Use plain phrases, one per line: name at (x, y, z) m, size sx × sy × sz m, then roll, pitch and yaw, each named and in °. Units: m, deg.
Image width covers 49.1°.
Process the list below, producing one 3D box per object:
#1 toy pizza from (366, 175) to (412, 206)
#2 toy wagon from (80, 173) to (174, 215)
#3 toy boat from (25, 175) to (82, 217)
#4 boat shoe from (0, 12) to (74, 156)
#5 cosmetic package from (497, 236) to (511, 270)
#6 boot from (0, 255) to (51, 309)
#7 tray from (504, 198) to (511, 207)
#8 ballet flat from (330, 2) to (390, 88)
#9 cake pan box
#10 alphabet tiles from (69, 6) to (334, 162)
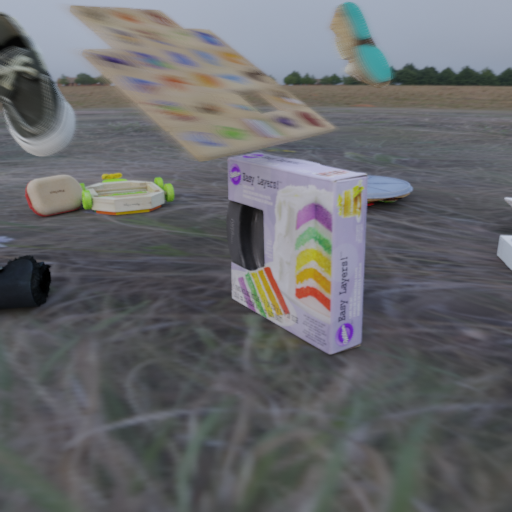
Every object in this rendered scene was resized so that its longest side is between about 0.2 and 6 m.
toy pizza at (2.433, -1.576, 13.684) m, size 2.671 × 0.423 × 2.671 m, roll -1°, pitch 17°, yaw 0°
toy wagon at (-3.191, -1.526, 13.402) m, size 2.028 × 0.517 × 2.613 m, roll -8°, pitch 19°, yaw -23°
toy boat at (-4.544, -1.284, 12.524) m, size 1.292 × 0.843 × 0.845 m, roll -19°, pitch -3°, yaw -43°
boat shoe at (-3.585, -2.648, 8.486) m, size 0.964 × 0.868 × 2.727 m, roll -29°, pitch 62°, yaw -4°
cosmetic package at (4.839, 0.039, 8.913) m, size 1.574 × 0.407 × 1.187 m, roll 2°, pitch 21°, yaw 5°
boot at (-3.548, 0.471, 7.096) m, size 1.546 × 0.703 × 1.840 m, roll -5°, pitch 13°, yaw -2°
tray at (6.249, -0.443, 10.070) m, size 1.824 × 0.377 × 3.398 m, roll 6°, pitch 16°, yaw -18°
ballet flat at (1.633, -3.248, 8.973) m, size 0.617 × 1.751 × 0.572 m, roll 0°, pitch -27°, yaw -28°
cake pan box at (0.407, -0.141, 6.869) m, size 0.577 × 2.031 × 2.206 m, roll -11°, pitch 22°, yaw -33°
alphabet tiles at (-0.791, -2.241, 6.834) m, size 3.003 × 0.113 × 2.510 m, roll 43°, pitch 39°, yaw 20°
